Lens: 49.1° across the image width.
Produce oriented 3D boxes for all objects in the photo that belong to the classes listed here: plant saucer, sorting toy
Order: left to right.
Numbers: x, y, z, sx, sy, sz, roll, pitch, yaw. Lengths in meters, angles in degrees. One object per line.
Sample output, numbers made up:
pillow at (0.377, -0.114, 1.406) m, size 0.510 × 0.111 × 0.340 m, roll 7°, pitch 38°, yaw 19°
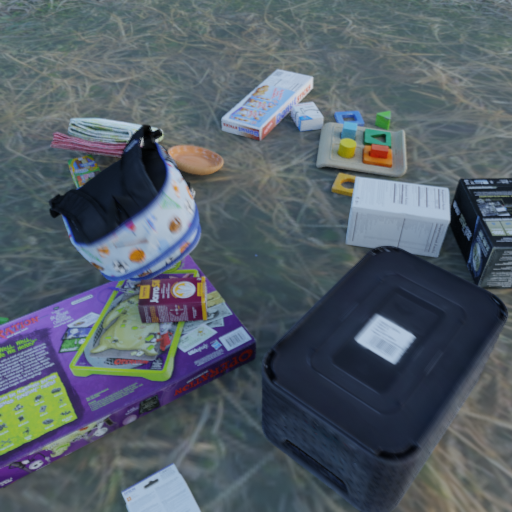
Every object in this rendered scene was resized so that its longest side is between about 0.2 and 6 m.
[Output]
plant saucer at (-1.431, -2.226, 13.110) m, size 1.314 × 0.246 × 1.314 m, roll 10°, pitch 30°, yaw -6°
sorting toy at (2.593, -2.724, 13.660) m, size 2.099 × 0.508 × 3.727 m, roll 6°, pitch 44°, yaw 6°

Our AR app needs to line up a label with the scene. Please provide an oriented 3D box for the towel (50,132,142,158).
towel at (-3.002, -2.278, 12.122) m, size 1.967 × 0.311 × 2.730 m, roll 8°, pitch 7°, yaw -1°

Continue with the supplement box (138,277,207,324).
supplement box at (-1.364, 0.726, 9.260) m, size 1.088 × 0.466 × 0.600 m, roll -3°, pitch 44°, yaw -3°

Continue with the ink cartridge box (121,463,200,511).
ink cartridge box at (-1.275, 3.333, 7.509) m, size 0.819 × 0.167 × 0.821 m, roll -23°, pitch 48°, yaw -22°

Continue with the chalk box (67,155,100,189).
chalk box at (-3.800, -1.761, 12.596) m, size 0.574 × 0.578 × 0.925 m, roll -19°, pitch 45°, yaw -19°

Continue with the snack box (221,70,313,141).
snack box at (0.371, -4.195, 15.291) m, size 1.170 × 0.396 × 3.255 m, roll 20°, pitch 47°, yaw 20°

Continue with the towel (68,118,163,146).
towel at (-3.350, -2.955, 13.469) m, size 1.665 × 0.468 × 1.945 m, roll 13°, pitch 16°, yaw 9°

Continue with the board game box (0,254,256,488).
board game box at (-2.445, 1.572, 9.092) m, size 4.262 × 0.688 × 2.558 m, roll -23°, pitch 52°, yaw -22°

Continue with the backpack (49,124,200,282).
backpack at (-2.090, -0.656, 9.546) m, size 2.510 × 1.933 × 2.391 m, roll -39°, pitch 30°, yaw 4°

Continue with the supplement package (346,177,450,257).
supplement package at (2.813, -0.781, 11.213) m, size 1.847 × 1.050 × 1.011 m, roll 9°, pitch 46°, yaw 8°

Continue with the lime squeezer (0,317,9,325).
lime squeezer at (-5.596, 0.795, 10.111) m, size 2.578 × 0.486 × 0.910 m, roll 28°, pitch 19°, yaw 28°

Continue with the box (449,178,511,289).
box at (5.353, -0.488, 10.851) m, size 2.577 × 1.110 × 2.110 m, roll -2°, pitch 43°, yaw -2°

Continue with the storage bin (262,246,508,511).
storage bin at (1.859, 1.637, 8.284) m, size 2.287 × 1.586 × 3.382 m, roll 30°, pitch 50°, yaw 28°

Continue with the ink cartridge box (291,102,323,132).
ink cartridge box at (1.336, -3.675, 14.773) m, size 0.626 × 0.361 × 0.858 m, roll -10°, pitch 44°, yaw -11°
